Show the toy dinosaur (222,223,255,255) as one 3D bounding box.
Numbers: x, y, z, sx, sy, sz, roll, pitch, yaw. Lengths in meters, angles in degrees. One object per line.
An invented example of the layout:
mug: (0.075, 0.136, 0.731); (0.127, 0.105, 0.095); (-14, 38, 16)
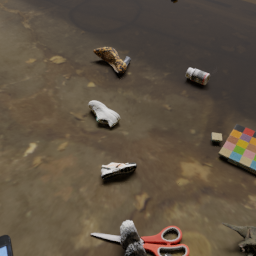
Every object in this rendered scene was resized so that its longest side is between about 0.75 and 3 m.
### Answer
toy dinosaur: (3.272, 2.905, 6.905); (1.979, 0.762, 1.012); (23, 38, 28)

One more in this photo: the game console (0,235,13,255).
game console: (-3.377, 3.194, 6.365); (1.345, 0.890, 1.530); (-18, 49, -16)

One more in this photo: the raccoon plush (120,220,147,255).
raccoon plush: (-0.258, 3.622, 6.089); (1.901, 1.373, 2.838); (-24, 24, -5)

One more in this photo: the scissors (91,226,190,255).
scissors: (0.280, 2.968, 7.083); (2.479, 0.173, 0.907); (-2, 47, -3)

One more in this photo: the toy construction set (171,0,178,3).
toy construction set: (1.729, -5.097, 9.691); (1.145, 1.242, 1.490); (-7, 53, 45)

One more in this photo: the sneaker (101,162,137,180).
sneaker: (-0.290, 1.212, 8.623); (1.147, 0.423, 0.459); (-11, 45, -11)

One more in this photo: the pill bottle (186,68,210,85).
pill bottle: (2.948, -2.201, 11.868); (0.890, 0.507, 0.507); (27, 52, 24)

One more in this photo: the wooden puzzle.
wooden puzzle: (4.095, 0.736, 9.232); (2.783, 0.195, 1.650); (27, 51, 23)

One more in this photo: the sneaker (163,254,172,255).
sneaker: (1.206, 3.639, 6.242); (0.662, 0.610, 1.656); (-3, 49, -22)

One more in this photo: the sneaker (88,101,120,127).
sneaker: (-1.005, -0.502, 10.265); (1.410, 0.531, 0.624); (29, 64, 24)

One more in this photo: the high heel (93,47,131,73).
high heel: (-0.860, -3.047, 12.552); (1.826, 0.652, 1.302); (18, 42, 5)
